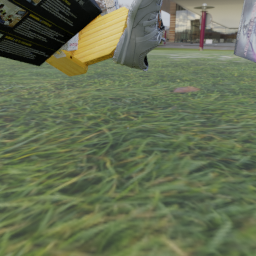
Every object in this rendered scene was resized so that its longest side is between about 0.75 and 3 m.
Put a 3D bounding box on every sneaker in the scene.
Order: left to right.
[{"bbox_3d":[0.567,-2.738,7.383,1.174,2.863,1.070,24,50,-4],"label":"sneaker"}]

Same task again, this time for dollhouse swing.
[{"bbox_3d":[-1.589,-3.488,9.477,2.368,2.606,2.291,31,-31,-30],"label":"dollhouse swing"}]

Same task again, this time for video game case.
[{"bbox_3d":[3.861,-2.801,7.998,0.242,1.819,2.547,0,24,-8],"label":"video game case"}]

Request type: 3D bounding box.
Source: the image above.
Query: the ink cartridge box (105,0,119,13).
[{"bbox_3d":[-0.576,-4.618,10.609,0.358,0.849,0.614,-3,40,13],"label":"ink cartridge box"}]

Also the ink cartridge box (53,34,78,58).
[{"bbox_3d":[-2.002,-2.866,7.687,1.112,1.776,1.142,8,17,2],"label":"ink cartridge box"}]

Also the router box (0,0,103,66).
[{"bbox_3d":[-1.945,-2.325,5.605,2.170,0.743,2.909,-35,-3,13],"label":"router box"}]
